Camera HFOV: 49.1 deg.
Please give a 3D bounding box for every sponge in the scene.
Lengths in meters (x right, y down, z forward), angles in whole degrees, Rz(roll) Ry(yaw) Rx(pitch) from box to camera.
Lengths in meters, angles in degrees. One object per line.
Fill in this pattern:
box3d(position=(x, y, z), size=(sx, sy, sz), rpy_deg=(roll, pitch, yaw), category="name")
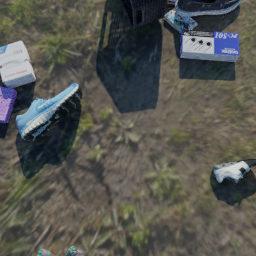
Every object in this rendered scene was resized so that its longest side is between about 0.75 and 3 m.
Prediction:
box3d(position=(-4.631, -0.847, 8.852), size=(1.987, 0.296, 1.108), rpy_deg=(9, 73, 3), category="sponge")

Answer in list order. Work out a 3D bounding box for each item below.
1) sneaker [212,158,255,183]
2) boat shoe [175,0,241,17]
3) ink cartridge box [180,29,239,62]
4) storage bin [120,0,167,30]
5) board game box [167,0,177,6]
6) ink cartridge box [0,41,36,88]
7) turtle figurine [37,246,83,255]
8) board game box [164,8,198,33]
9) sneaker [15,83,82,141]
box3d(position=(3.194, 1.253, 8.098), size=(1.395, 0.517, 0.617), rpy_deg=(-14, 73, 5), category="sneaker")
box3d(position=(2.886, -4.505, 9.620), size=(2.563, 0.849, 0.896), rpy_deg=(-11, 78, -11), category="boat shoe")
box3d(position=(2.714, -2.757, 9.377), size=(1.872, 0.414, 0.880), rpy_deg=(5, 74, 0), category="ink cartridge box")
box3d(position=(0.238, -4.840, 9.169), size=(1.204, 1.736, 2.568), rpy_deg=(-21, 82, 0), category="storage bin")
box3d(position=(1.086, -5.159, 10.262), size=(2.351, 0.229, 1.210), rpy_deg=(13, 74, 4), category="board game box")
box3d(position=(-3.660, -2.041, 9.101), size=(0.931, 0.542, 1.288), rpy_deg=(-19, 73, -6), category="ink cartridge box")
box3d(position=(-1.680, 3.625, 7.217), size=(1.442, 0.726, 1.080), rpy_deg=(4, 58, 17), category="turtle figurine")
box3d(position=(1.844, -3.761, 9.843), size=(0.641, 0.176, 1.015), rpy_deg=(-41, 77, -12), category="board game box")
box3d(position=(-2.437, -0.690, 8.505), size=(2.325, 0.911, 1.046), rpy_deg=(-38, 73, -11), category="sneaker")
